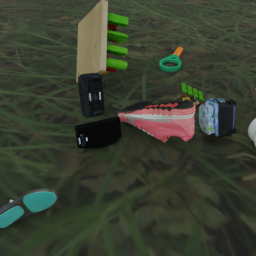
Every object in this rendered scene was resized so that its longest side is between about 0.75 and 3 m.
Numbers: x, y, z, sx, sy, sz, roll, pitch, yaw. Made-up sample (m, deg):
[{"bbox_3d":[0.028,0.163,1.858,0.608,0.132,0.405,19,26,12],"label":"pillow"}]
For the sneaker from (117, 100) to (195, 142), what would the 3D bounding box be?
[{"bbox_3d":[0.660,-0.112,7.412,2.433,1.055,0.897,4,24,43],"label":"sneaker"}]

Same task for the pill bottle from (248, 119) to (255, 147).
[{"bbox_3d":[3.667,0.351,6.689,1.008,1.008,1.684,-6,25,-8],"label":"pill bottle"}]

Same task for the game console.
[{"bbox_3d":[-0.772,-0.390,6.944,1.174,1.991,0.240,-13,29,-19],"label":"game console"}]

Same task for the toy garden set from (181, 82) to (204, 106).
[{"bbox_3d":[2.057,-1.001,9.008,0.861,0.172,0.718,21,50,-25],"label":"toy garden set"}]

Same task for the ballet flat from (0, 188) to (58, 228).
[{"bbox_3d":[-1.990,1.482,5.533,1.368,0.500,0.500,-28,40,4],"label":"ballet flat"}]

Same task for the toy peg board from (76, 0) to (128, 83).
[{"bbox_3d":[-0.862,-2.699,9.438,1.065,2.177,2.168,3,-3,-29],"label":"toy peg board"}]

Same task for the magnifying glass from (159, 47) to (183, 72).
[{"bbox_3d":[1.910,-2.871,11.625,0.858,0.241,2.155,14,42,18],"label":"magnifying glass"}]

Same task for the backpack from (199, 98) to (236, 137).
[{"bbox_3d":[2.341,-0.315,7.533,0.797,0.992,1.084,-5,13,1],"label":"backpack"}]
